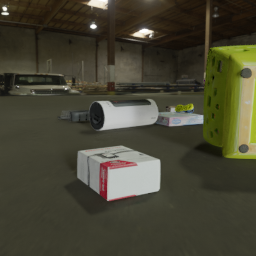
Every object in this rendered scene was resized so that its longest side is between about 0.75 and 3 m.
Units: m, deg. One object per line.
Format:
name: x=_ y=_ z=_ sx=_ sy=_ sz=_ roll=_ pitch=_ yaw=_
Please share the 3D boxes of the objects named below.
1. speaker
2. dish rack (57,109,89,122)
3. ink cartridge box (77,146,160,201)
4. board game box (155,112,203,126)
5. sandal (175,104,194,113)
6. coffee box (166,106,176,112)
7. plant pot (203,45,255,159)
speaker: x=-0.117 y=-0.477 z=9.564 sx=2.366 sy=0.961 sz=0.961 roll=-7 pitch=11 yaw=-38
dish rack: x=-2.154 y=-0.556 z=11.813 sx=1.294 sy=0.460 sz=1.687 roll=-5 pitch=10 yaw=-38
ink cartridge box: x=-0.173 y=0.581 z=3.943 sx=0.780 sy=0.448 sz=1.073 roll=-5 pitch=10 yaw=-30
board game box: x=1.794 y=-0.376 z=10.851 sx=1.628 sy=0.353 sz=1.620 roll=-4 pitch=9 yaw=-27
sandal: x=2.269 y=-0.735 z=11.217 sx=0.867 sy=0.345 sz=0.377 roll=3 pitch=-25 yaw=42
coffee box: x=2.228 y=-0.794 z=13.405 sx=0.643 sy=0.454 sz=1.138 roll=-1 pitch=8 yaw=-5
plant pot: x=2.869 y=-0.548 z=5.767 sx=2.310 sy=2.299 sz=2.097 roll=1 pitch=14 yaw=8
